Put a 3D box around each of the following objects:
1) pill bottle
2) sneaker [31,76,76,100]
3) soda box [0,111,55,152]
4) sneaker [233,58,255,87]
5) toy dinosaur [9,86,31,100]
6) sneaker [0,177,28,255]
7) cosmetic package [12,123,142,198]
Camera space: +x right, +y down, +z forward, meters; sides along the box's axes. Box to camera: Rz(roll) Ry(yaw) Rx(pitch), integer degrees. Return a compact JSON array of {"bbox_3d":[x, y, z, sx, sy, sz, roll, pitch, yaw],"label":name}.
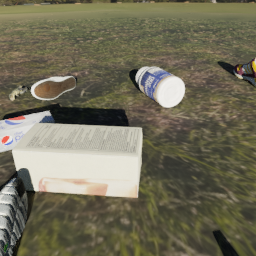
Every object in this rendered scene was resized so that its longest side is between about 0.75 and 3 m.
[{"bbox_3d":[1.149,-1.700,10.916,1.172,1.172,2.112,-12,31,-22],"label":"pill bottle"},{"bbox_3d":[-3.149,-1.618,11.354,0.921,0.792,2.175,5,19,33],"label":"sneaker"},{"bbox_3d":[-3.076,0.112,7.905,1.961,0.669,0.622,-15,36,-24],"label":"soda box"},{"bbox_3d":[5.861,-2.765,12.880,1.020,1.227,2.723,-6,28,-11],"label":"sneaker"},{"bbox_3d":[-4.412,-1.550,11.564,0.660,0.355,1.497,-7,24,1],"label":"toy dinosaur"},{"bbox_3d":[-2.625,1.778,4.545,1.505,0.978,2.606,-4,29,-4],"label":"sneaker"},{"bbox_3d":[-1.016,0.691,6.388,2.617,1.142,1.353,4,28,6],"label":"cosmetic package"}]
